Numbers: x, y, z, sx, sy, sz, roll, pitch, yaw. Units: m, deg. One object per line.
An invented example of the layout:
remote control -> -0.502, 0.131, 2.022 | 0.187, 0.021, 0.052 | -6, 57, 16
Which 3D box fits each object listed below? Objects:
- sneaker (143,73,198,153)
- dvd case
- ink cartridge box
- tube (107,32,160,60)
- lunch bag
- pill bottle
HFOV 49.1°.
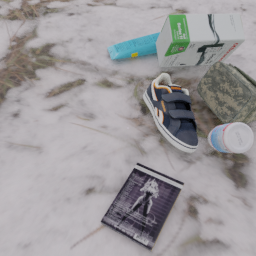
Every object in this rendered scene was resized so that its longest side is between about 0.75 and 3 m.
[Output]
sneaker -> 1.176, -0.501, 7.261 | 0.943, 0.954, 2.403 | 4, 42, -35
dvd case -> 0.332, 1.588, 5.951 | 1.186, 0.127, 1.595 | 21, 58, 23
ink cartridge box -> 2.164, -2.676, 8.682 | 2.246, 1.647, 0.933 | -5, 77, -8
tube -> 0.698, -2.916, 9.778 | 2.796, 0.705, 1.083 | -13, 33, -5
lunch bag -> 2.944, -0.934, 7.670 | 1.415, 1.175, 1.687 | 5, 41, -38
pill bottle -> 2.310, 0.238, 6.495 | 0.664, 1.221, 0.664 | 0, 87, -5
